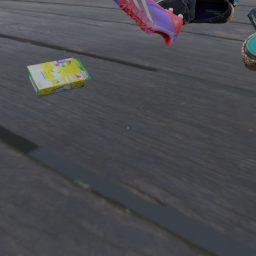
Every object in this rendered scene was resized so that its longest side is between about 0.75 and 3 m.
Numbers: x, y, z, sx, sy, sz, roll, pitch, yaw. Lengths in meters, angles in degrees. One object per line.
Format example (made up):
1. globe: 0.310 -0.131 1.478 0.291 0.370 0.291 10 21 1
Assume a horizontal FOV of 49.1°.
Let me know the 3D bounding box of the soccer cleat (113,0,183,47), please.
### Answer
1. soccer cleat: 0.391 -2.940 7.223 2.264 0.866 0.755 20 7 -22

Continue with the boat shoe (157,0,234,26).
1. boat shoe: 2.054 -3.885 9.199 2.733 1.019 0.851 7 7 15

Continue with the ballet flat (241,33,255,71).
1. ballet flat: 3.090 -1.833 5.285 2.271 0.741 0.801 -29 70 1

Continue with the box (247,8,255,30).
1. box: 3.545 -2.602 6.835 1.033 0.264 0.815 -21 76 -18

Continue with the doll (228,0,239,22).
1. doll: 3.614 -4.407 9.685 0.309 1.276 0.871 3 52 -5

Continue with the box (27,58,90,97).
1. box: -1.350 -1.033 5.555 1.093 0.264 0.641 -19 65 -27
